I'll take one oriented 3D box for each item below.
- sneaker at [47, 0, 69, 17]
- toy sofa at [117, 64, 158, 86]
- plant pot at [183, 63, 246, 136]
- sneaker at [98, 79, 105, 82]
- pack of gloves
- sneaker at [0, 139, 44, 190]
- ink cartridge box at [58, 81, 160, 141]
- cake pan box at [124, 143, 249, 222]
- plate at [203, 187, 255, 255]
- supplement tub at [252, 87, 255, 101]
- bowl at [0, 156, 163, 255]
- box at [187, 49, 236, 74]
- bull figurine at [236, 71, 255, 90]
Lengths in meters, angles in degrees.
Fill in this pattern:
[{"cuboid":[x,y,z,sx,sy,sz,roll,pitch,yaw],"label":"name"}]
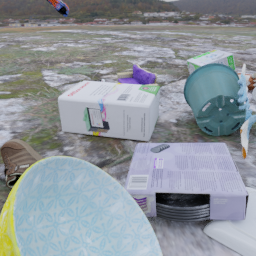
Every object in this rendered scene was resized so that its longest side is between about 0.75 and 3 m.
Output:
[{"cuboid":[-2.036,-3.589,8.065,0.963,0.363,0.378,30,29,-47],"label":"sneaker"},{"cuboid":[0.329,-1.911,11.745,0.943,1.111,2.276,-9,27,-20],"label":"toy sofa"},{"cuboid":[2.730,-0.805,8.714,1.879,1.879,1.840,3,33,6],"label":"plant pot"},{"cuboid":[-1.215,-1.886,12.486,0.478,0.445,1.108,-10,25,-18],"label":"sneaker"},{"cuboid":[3.412,-0.584,7.734,0.470,2.001,2.382,-2,21,27],"label":"pack of gloves"},{"cuboid":[-2.373,0.869,6.083,2.205,0.777,0.833,20,32,37],"label":"sneaker"},{"cuboid":[-0.497,-0.629,8.858,2.759,1.158,1.998,6,25,13],"label":"ink cartridge box"},{"cuboid":[1.104,0.972,5.748,2.134,0.606,2.317,-3,20,9],"label":"cake pan box"},{"cuboid":[2.510,1.698,4.876,1.752,0.284,1.756,21,32,39],"label":"plate"},{"cuboid":[5.577,-1.454,11.178,1.128,0.744,0.744,-19,31,-35],"label":"supplement tub"},{"cuboid":[-0.736,1.609,3.571,2.295,1.235,2.295,40,21,-19],"label":"bowl"},{"cuboid":[4.121,-3.135,14.053,1.663,0.911,1.884,-21,24,-2],"label":"box"},{"cuboid":[5.202,-2.073,12.326,2.332,0.760,1.416,3,2,18],"label":"bull figurine"}]
